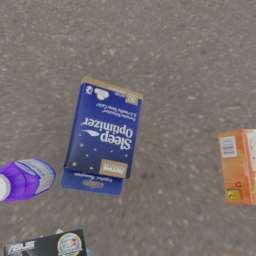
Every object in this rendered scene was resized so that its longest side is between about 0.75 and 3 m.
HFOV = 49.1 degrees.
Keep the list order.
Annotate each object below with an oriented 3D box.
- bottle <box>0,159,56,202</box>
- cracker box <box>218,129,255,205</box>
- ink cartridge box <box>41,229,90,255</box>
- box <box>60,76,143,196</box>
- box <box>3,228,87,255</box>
[{"bbox_3d":[-1.965,0.956,5.151,0.761,1.821,0.595,30,91,7],"label":"bottle"},{"bbox_3d":[2.334,0.639,5.030,1.761,0.508,1.179,2,80,-41],"label":"cracker box"},{"bbox_3d":[-1.201,2.207,5.167,0.887,0.511,0.301,35,43,0],"label":"ink cartridge box"},{"bbox_3d":[-0.495,0.203,5.754,1.355,0.362,2.237,14,79,-23],"label":"box"},{"bbox_3d":[-1.107,1.975,3.879,1.116,0.247,0.894,-6,57,-17],"label":"box"}]
